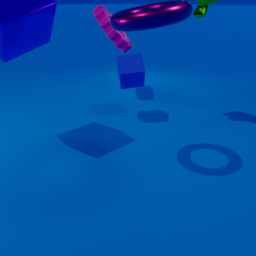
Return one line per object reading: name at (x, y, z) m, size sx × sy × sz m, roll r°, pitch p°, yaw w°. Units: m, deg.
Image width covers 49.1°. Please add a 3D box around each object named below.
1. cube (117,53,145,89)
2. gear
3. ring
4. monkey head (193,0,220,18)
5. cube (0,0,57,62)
cube at (0.084, -1.684, 8.339) m, size 0.724 × 0.724 × 0.724 m, roll -8°, pitch 62°, yaw -4°
gear at (-0.517, -3.505, 9.946) m, size 0.330 × 1.786 × 1.786 m, roll -35°, pitch 20°, yaw 17°
ring at (0.408, -2.030, 5.046) m, size 1.486 × 0.297 × 1.486 m, roll -9°, pitch 27°, yaw 4°
monkey head at (1.900, -3.381, 7.041) m, size 1.363 × 0.981 × 0.821 m, roll 22°, pitch -8°, yaw 34°
cube at (-2.496, -2.465, 6.000) m, size 1.278 × 1.278 × 1.278 m, roll -38°, pitch 86°, yaw -31°
